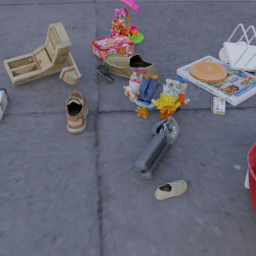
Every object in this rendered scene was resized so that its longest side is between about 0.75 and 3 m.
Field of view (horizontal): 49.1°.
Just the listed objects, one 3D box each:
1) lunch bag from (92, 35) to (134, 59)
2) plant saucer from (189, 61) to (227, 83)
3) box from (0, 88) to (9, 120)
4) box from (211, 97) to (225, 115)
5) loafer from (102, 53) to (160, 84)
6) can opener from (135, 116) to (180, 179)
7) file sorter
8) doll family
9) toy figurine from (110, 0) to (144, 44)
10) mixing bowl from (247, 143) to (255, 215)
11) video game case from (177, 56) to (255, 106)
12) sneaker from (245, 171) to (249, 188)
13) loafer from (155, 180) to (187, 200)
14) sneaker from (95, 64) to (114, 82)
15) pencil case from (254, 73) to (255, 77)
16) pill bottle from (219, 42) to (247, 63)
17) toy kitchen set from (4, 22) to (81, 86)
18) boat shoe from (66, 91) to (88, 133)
[{"bbox_3d":[-0.725,-3.781,12.992,1.760,0.721,1.550,-18,39,-21],"label":"lunch bag"},{"bbox_3d":[3.203,-2.288,11.179,1.472,0.238,1.472,-1,41,0],"label":"plant saucer"},{"bbox_3d":[-5.689,-0.685,9.518,2.785,0.484,1.533,-3,41,-4],"label":"box"},{"bbox_3d":[3.196,-0.797,9.915,0.451,0.142,0.819,9,42,11],"label":"box"},{"bbox_3d":[0.112,-2.561,11.336,2.803,0.945,1.066,27,47,27],"label":"loafer"},{"bbox_3d":[0.818,0.510,8.213,0.804,0.641,2.404,-10,28,43],"label":"can opener"},{"bbox_3d":[5.245,-3.225,11.345,2.048,1.275,1.421,4,60,-12],"label":"file sorter"},{"bbox_3d":[0.862,-0.991,9.215,2.306,1.431,1.039,14,30,8],"label":"doll family"},{"bbox_3d":[-0.201,-5.242,13.689,2.114,1.946,1.587,-27,47,-27],"label":"toy figurine"},{"bbox_3d":[3.868,1.608,5.884,2.971,1.609,2.971,2,34,-1],"label":"mixing bowl"},{"bbox_3d":[3.701,-2.004,11.227,2.067,0.260,2.887,-27,47,-28],"label":"video game case"},{"bbox_3d":[3.975,0.952,7.412,1.219,0.777,2.110,30,60,15],"label":"sneaker"},{"bbox_3d":[1.110,1.536,7.086,0.912,0.311,0.345,-18,44,-20],"label":"loafer"},{"bbox_3d":[-0.846,-2.213,11.125,0.877,0.335,0.502,37,93,6],"label":"sneaker"},{"bbox_3d":[5.584,-1.951,10.958,0.573,0.527,1.239,-37,52,-16],"label":"pencil case"},{"bbox_3d":[4.739,-3.405,12.494,1.231,0.703,0.703,-27,48,-27],"label":"pill bottle"},{"bbox_3d":[-3.169,-2.267,10.424,2.111,2.339,1.909,-25,88,-26],"label":"toy kitchen set"},{"bbox_3d":[-1.716,-0.703,9.350,0.761,0.722,2.010,-8,41,-7],"label":"boat shoe"}]
